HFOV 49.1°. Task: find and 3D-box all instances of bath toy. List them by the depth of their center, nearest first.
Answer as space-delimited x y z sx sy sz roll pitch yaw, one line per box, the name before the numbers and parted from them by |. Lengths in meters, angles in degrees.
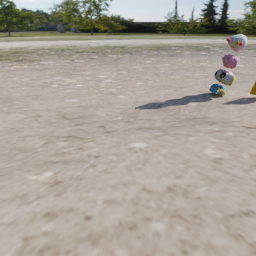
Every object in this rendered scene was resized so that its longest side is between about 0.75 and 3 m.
bath toy | 3.591 -2.293 10.068 0.799 2.162 0.940 4 24 -29

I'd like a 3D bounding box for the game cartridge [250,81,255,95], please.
game cartridge | 4.848 -1.507 9.949 0.728 0.826 0.134 12 39 0
